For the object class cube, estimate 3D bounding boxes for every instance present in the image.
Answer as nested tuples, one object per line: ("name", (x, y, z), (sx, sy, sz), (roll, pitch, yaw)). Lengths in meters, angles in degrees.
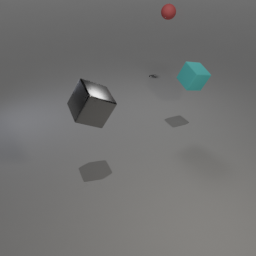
("cube", (-0.791, -0.522, 6.054), (0.700, 0.700, 0.700), (13, 32, -37))
("cube", (2.229, -1.758, 9.545), (0.700, 0.700, 0.700), (-4, 50, -33))

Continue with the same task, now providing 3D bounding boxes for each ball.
("ball", (1.899, -5.444, 13.120), (0.700, 0.700, 0.700), (0, 29, 0))
